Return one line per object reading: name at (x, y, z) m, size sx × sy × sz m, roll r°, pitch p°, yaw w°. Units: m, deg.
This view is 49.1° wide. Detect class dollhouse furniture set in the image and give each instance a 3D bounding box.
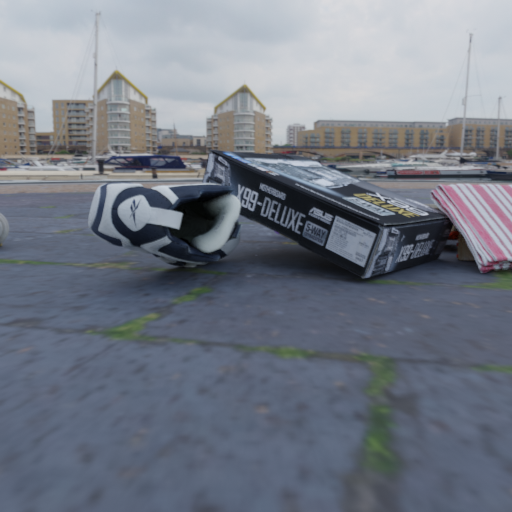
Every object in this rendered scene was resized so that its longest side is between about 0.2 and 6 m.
dollhouse furniture set at (4.086, -0.412, 11.401) m, size 2.040 × 1.051 × 2.018 m, roll 1°, pitch -1°, yaw 4°

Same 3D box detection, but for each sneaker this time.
sneaker at (-0.779, -0.400, 8.873) m, size 2.061 × 1.264 × 3.167 m, roll 11°, pitch -7°, yaw 36°

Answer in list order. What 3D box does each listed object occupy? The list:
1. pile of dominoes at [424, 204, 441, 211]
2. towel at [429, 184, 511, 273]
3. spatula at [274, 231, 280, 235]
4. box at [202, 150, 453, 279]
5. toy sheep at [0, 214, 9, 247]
pile of dominoes at (4.137, -1.036, 13.047) m, size 3.213 × 0.512 × 2.504 m, roll 2°, pitch -9°, yaw 0°
towel at (4.683, -0.551, 10.175) m, size 2.698 × 0.404 × 1.974 m, roll -2°, pitch 48°, yaw -22°
spatula at (1.736, -0.674, 13.078) m, size 2.840 × 0.803 × 0.292 m, roll 10°, pitch 18°, yaw 17°
box at (1.326, -0.923, 10.392) m, size 3.772 × 0.939 × 2.974 m, roll 29°, pitch 23°, yaw 34°
toy sheep at (-5.597, -0.549, 11.691) m, size 0.884 × 0.884 × 1.282 m, roll -4°, pitch 11°, yaw -22°
